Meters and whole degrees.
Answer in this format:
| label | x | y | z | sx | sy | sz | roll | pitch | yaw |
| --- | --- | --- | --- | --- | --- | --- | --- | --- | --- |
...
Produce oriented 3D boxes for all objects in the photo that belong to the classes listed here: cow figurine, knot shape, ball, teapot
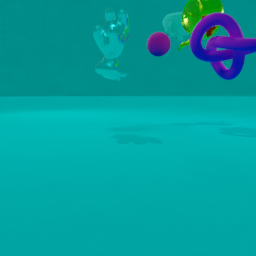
| label | x | y | z | sx | sy | sz | roll | pitch | yaw |
| --- | --- | --- | --- | --- | --- | --- | --- | --- | --- |
| cow figurine | -0.339 | -1.884 | 6.597 | 0.760 | 1.385 | 1.363 | 13 | -29 | 20 |
| knot shape | 2.646 | -2.071 | 7.578 | 1.967 | 0.909 | 1.841 | 18 | -20 | 11 |
| ball | 1.034 | -2.815 | 9.438 | 0.792 | 0.792 | 0.792 | 0 | 7 | 0 |
| teapot | 1.868 | -3.637 | 9.995 | 1.170 | 0.921 | 1.881 | 11 | 32 | 35 |
| teapot | 2.042 | -3.161 | 8.096 | 1.011 | 2.065 | 1.284 | -4 | 43 | -24 |
